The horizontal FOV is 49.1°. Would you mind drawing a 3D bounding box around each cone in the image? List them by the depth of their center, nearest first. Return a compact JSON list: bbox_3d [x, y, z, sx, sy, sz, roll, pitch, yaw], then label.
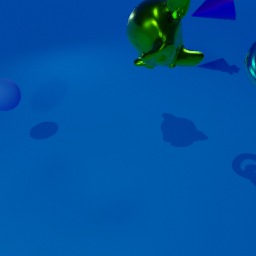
[{"bbox_3d":[2.703,-3.940,9.234,1.292,1.287,1.287,-17,35,16],"label":"cone"}]

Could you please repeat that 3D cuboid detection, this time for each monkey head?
[{"bbox_3d":[0.700,-1.707,5.133,1.432,1.199,1.990,2,1,-17],"label":"monkey head"}]

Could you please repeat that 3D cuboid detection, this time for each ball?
[{"bbox_3d":[-2.994,-0.800,6.747,0.788,0.788,0.788,0,38,0],"label":"ball"}]

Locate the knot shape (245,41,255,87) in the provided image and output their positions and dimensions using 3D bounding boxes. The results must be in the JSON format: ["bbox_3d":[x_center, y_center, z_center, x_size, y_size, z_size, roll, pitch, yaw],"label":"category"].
[{"bbox_3d":[2.351,-0.723,3.690,1.273,1.360,0.628,-22,8,35],"label":"knot shape"}]
